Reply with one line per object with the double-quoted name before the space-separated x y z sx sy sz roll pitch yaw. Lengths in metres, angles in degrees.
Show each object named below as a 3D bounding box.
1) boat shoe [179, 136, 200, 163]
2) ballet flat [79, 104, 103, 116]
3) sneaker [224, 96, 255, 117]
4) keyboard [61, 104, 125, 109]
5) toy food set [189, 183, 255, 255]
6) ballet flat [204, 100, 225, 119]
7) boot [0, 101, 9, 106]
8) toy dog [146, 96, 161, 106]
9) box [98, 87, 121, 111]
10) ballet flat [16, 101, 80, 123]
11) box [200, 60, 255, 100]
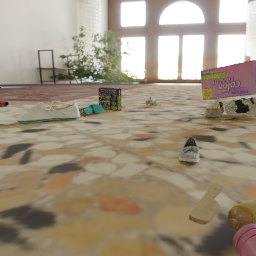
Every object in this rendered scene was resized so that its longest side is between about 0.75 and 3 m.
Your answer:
"boat shoe" 1.066 0.376 4.818 0.337 0.293 0.915 3 11 16
"ballet flat" -1.364 -0.614 10.041 0.412 0.387 1.140 -16 5 32
"sneaker" 4.428 -0.795 9.838 1.125 0.690 1.728 -20 11 -39
"keyboard" -1.508 -0.936 12.231 2.707 0.144 0.762 -4 17 -20
"toy food set" 1.374 0.932 2.130 1.702 0.268 1.082 15 17 28
"ballet flat" 2.965 -0.679 9.624 0.566 0.559 1.663 3 11 24
"boot" -5.917 -1.133 12.779 0.584 0.293 0.810 11 12 40
"toy dog" 1.158 -1.270 13.156 0.540 0.395 0.819 -9 14 -39
"box" -0.746 -1.189 11.405 1.120 0.897 0.248 9 15 42
"ballet flat" -2.456 -0.526 8.675 1.916 0.665 0.665 -5 12 -23
"box" 3.597 -1.479 8.772 1.984 0.959 1.746 -11 6 -38
